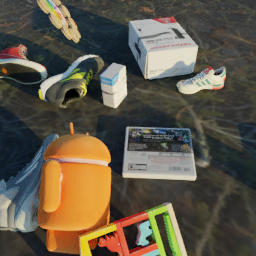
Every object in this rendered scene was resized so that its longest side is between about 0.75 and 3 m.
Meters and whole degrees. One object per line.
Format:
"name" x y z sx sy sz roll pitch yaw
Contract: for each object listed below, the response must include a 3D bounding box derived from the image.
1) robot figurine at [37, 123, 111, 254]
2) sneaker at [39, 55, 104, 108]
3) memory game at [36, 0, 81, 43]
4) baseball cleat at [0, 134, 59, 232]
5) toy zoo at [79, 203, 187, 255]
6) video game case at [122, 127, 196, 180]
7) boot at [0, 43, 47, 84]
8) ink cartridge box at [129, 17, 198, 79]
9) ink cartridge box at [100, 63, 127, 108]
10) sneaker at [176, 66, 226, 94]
"robot figurine" -1.040 1.173 5.631 1.734 1.406 2.410 10 74 -32
"sneaker" -1.607 -1.432 9.049 1.038 0.914 2.453 38 65 25
"memory game" -1.196 -1.973 4.640 0.081 1.270 1.270 -32 45 14
"baseball cleat" -2.321 1.081 6.427 1.335 0.875 2.508 3 44 2
"toy zoo" 0.017 2.349 5.003 2.121 0.217 1.392 -14 84 -18
"video game case" 0.797 0.622 7.365 1.795 0.210 1.632 2 45 3
"boot" -3.693 -2.429 9.975 2.438 0.883 1.759 11 45 16
"ink cartridge box" 1.198 -3.034 10.391 1.840 1.068 2.550 -10 46 -9
"ink cartridge box" -0.428 -1.301 8.644 0.465 1.104 0.806 19 48 21
"sneaker" 2.408 -1.645 9.194 1.713 0.801 0.603 -9 46 -9
